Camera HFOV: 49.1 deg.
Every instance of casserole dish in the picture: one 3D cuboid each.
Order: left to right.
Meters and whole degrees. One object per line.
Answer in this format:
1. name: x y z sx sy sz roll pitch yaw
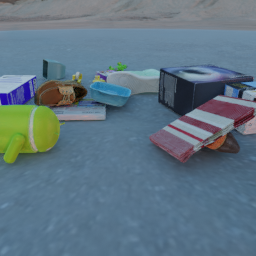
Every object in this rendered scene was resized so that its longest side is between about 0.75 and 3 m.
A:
1. casserole dish: -0.595 -1.162 9.483 1.335 0.428 2.203 14 17 -1

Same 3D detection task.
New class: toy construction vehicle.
1. toy construction vehicle: -1.619 -1.959 11.598 1.410 0.570 1.619 1 23 3

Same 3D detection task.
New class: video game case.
1. video game case: -1.640 -0.615 8.912 1.853 0.204 1.687 -1 23 -4

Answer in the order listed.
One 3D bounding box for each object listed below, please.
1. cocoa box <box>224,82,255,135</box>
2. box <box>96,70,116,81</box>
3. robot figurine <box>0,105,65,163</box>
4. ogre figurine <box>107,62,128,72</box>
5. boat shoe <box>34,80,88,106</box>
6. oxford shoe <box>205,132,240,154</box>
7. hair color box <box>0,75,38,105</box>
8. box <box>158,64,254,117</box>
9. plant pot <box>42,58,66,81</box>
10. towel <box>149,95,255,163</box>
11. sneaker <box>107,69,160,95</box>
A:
1. cocoa box: 3.644 -0.618 7.740 1.718 1.145 1.127 -7 24 -15
2. box: -0.856 -2.462 13.163 0.892 0.255 1.304 -13 26 -27
3. robot figurine: -2.422 0.019 6.376 1.870 1.082 1.641 -1 25 -1
4. ogre figurine: -0.472 -3.015 14.166 1.138 0.558 0.682 1 0 -37
5. boat shoe: -2.010 -1.101 8.784 0.758 0.777 2.053 20 26 21
6. oxford shoe: 2.038 0.157 6.842 0.724 0.710 1.995 29 15 -12
7. hair color box: -4.156 -1.208 9.643 1.287 0.763 2.354 1 25 5
8. box: 2.393 -1.203 8.959 2.110 1.300 2.093 -9 26 -20
9. plant pot: -3.416 -2.705 13.055 0.906 0.887 0.889 -3 22 -32
10. towel: 1.689 -0.080 6.340 2.181 0.248 1.571 -30 21 -10
11. sneaker: 0.339 -1.898 11.117 2.344 0.863 1.383 4 24 -4
